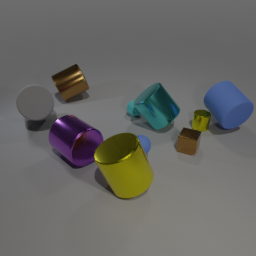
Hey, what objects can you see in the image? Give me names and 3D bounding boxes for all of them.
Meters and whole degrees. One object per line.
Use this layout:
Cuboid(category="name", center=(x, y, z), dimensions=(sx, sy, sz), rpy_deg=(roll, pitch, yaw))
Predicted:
Cuboid(category="ball", center=(0.302, -0.893, 12.591), dimensions=(0.700, 0.700, 0.700), rpy_deg=(0, 31, 0))
Cuboid(category="cylinder", center=(-1.814, 0.417, 9.786), dimensions=(1.400, 1.400, 1.400), rpy_deg=(-26, 39, -36))
Cuboid(category="cylinder", center=(3.055, -0.317, 11.688), dimensions=(0.700, 0.700, 0.700), rpy_deg=(0, 31, 0))
Cuboid(category="ball", center=(0.448, 0.586, 9.697), dimensions=(0.700, 0.700, 0.700), rpy_deg=(0, 31, 0))
Cuboid(category="cylinder", center=(-2.834, -2.239, 13.828), dimensions=(1.400, 1.400, 1.400), rpy_deg=(-28, 37, -7))
Cuboid(category="cylinder", center=(1.176, -0.890, 11.449), dimensions=(1.400, 1.400, 1.400), rpy_deg=(-38, 17, 13))
Cuboid(category="cylinder", center=(-0.098, 1.090, 8.297), dimensions=(1.400, 1.400, 1.400), rpy_deg=(-19, 30, 11))
Cuboid(category="cylinder", center=(-3.775, -1.006, 11.539), dimensions=(1.400, 1.400, 1.400), rpy_deg=(-9, 4, -14))
Cuboid(category="cylinder", center=(3.978, -0.922, 11.158), dimensions=(1.400, 1.400, 1.400), rpy_deg=(-11, 47, -17))
Cuboid(category="cube", center=(2.253, 0.495, 10.349), dimensions=(0.700, 0.700, 0.700), rpy_deg=(14, 34, 22))
